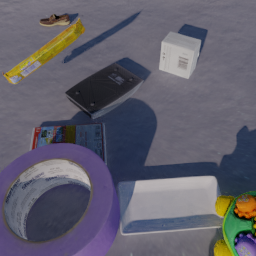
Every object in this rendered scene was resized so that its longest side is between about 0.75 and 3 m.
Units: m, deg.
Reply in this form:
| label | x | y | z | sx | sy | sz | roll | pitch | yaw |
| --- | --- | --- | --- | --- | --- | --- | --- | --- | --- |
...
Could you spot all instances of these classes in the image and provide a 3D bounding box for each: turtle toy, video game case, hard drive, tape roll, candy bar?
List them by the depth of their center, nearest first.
| label | x | y | z | sx | sy | sz | roll | pitch | yaw |
| --- | --- | --- | --- | --- | --- | --- | --- | --- | --- |
| turtle toy | 2.676 | 2.300 | 5.387 | 1.810 | 1.255 | 2.483 | 8 | 64 | 5 |
| tape roll | -1.524 | 1.688 | 5.932 | 2.642 | 1.123 | 2.642 | -4 | 51 | 4 |
| video game case | -1.648 | 0.506 | 7.740 | 2.049 | 0.179 | 1.465 | -4 | 50 | -4 |
| candy bar | -2.330 | -2.124 | 7.912 | 2.719 | 0.678 | 0.301 | -37 | 82 | -3 |
| hard drive | -0.730 | -1.212 | 9.040 | 1.495 | 0.469 | 2.216 | 37 | 58 | 27 |

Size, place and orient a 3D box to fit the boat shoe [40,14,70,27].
| label | x | y | z | sx | sy | sz | roll | pitch | yaw |
| --- | --- | --- | --- | --- | --- | --- | --- | --- | --- |
| boat shoe | -3.174 | -4.705 | 12.076 | 1.310 | 0.472 | 0.473 | -2 | 49 | -1 |

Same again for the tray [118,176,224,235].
| label | x | y | z | sx | sy | sz | roll | pitch | yaw |
| --- | --- | --- | --- | --- | --- | --- | --- | --- | --- |
| tray | 1.005 | 1.806 | 6.553 | 2.439 | 0.270 | 1.309 | -3 | 48 | -3 |

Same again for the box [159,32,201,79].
| label | x | y | z | sx | sy | sz | roll | pitch | yaw |
| --- | --- | --- | --- | --- | --- | --- | --- | --- | --- |
| box | 1.781 | -2.524 | 9.716 | 1.173 | 1.166 | 0.766 | 23 | 53 | 18 |
